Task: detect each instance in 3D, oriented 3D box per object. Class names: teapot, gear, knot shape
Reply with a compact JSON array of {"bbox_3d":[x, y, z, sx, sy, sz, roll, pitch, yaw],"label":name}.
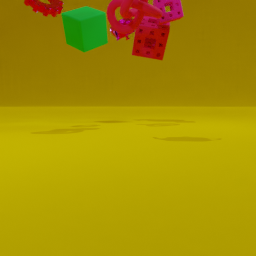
[{"bbox_3d":[-0.179,-3.710,10.636,0.994,0.783,1.599,-15,22,33],"label":"teapot"},{"bbox_3d":[-2.214,-3.319,7.235,1.060,1.060,0.196,-4,-30,-40],"label":"gear"},{"bbox_3d":[0.277,-3.289,7.810,1.455,0.718,1.555,-3,-17,-30],"label":"knot shape"}]

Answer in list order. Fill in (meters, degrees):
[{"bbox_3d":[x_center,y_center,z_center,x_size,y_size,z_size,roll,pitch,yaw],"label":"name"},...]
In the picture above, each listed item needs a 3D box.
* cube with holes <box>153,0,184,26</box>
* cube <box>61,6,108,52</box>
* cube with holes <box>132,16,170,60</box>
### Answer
[{"bbox_3d":[1.293,-3.879,9.128,0.774,0.774,0.774,-15,14,5],"label":"cube with holes"},{"bbox_3d":[-1.438,-3.344,9.437,1.066,1.066,1.066,-32,48,-31],"label":"cube"},{"bbox_3d":[0.844,-3.380,10.321,1.160,1.160,1.160,10,43,0],"label":"cube with holes"}]
